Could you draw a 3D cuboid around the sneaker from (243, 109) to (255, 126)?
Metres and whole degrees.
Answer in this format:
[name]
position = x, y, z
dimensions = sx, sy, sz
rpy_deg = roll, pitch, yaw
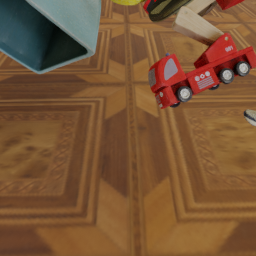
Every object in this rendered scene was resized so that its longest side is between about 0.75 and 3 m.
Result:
[sneaker]
position = 2.145, -0.179, 4.168
dimensions = 0.783, 0.334, 0.302
rpy_deg = 17, 45, 19

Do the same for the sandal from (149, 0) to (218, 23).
[sandal]
position = 1.603, -2.780, 5.985
dimensions = 2.511, 0.717, 0.997
rpy_deg = -29, 32, -14

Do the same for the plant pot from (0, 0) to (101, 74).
[plant pot]
position = -2.410, -3.639, 7.611
dimensions = 2.815, 2.823, 2.876
rpy_deg = -4, 64, 42

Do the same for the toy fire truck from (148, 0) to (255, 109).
[toy fire truck]
position = 1.360, -1.573, 4.937
dimensions = 2.538, 0.619, 1.790
rpy_deg = -24, 88, -11

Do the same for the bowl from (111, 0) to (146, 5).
[bowl]
position = 0.381, -4.687, 8.128
dimensions = 2.414, 2.414, 1.299
rpy_deg = -26, 50, -28

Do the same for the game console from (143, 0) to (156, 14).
[game console]
position = 0.792, -4.015, 8.795
dimensions = 0.140, 0.800, 0.905
rpy_deg = 36, 15, 4
